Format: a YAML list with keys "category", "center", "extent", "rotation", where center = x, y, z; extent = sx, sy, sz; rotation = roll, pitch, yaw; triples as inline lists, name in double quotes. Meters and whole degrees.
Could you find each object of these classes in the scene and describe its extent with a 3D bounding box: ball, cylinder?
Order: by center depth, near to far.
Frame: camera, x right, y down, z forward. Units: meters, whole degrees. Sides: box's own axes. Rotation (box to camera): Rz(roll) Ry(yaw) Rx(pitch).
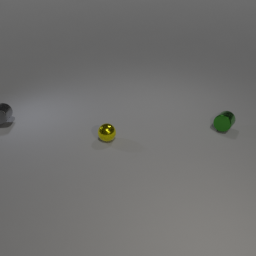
- category: "ball"
  center: [-0.804, 0.168, 10.684]
  extent: [0.700, 0.700, 0.700]
  rotation: [0, 31, 0]
- category: "cylinder"
  center: [3.903, -0.278, 11.326]
  extent: [0.700, 0.700, 0.700]
  rotation: [19, 28, 29]
- category: "cylinder"
  center: [-5.233, -0.592, 11.558]
  extent: [0.700, 0.700, 0.700]
  rotation: [0, 25, 0]
